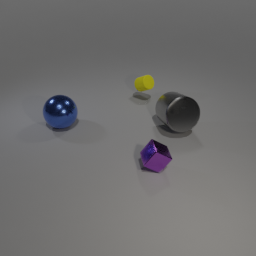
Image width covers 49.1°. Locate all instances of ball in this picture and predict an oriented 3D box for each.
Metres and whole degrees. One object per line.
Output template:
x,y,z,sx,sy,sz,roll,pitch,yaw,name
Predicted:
-2.775,-0.663,11.506,1.400,1.400,1.400,0,32,0,ball

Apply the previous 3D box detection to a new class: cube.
0.923,0.929,9.318,0.700,0.700,0.700,26,27,-25,cube

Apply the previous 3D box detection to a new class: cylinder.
1.952,-0.668,11.193,1.400,1.400,1.400,-6,16,-10,cylinder
0.785,-2.149,13.495,0.700,0.700,0.700,-26,13,-35,cylinder
